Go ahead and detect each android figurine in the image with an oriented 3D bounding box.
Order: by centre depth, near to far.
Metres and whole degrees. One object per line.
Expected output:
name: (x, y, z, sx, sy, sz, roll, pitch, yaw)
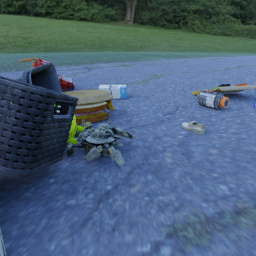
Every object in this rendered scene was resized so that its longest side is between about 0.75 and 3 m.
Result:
android figurine: (-2.122, -0.085, 6.803, 2.036, 0.418, 1.853, 14, 40, 1)

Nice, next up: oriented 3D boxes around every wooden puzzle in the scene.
wooden puzzle: (4.432, -1.735, 12.306, 2.776, 0.325, 1.873, -4, 3, -12)

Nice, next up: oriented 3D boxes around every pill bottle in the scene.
pill bottle: (3.177, -1.034, 10.422, 0.595, 0.595, 1.119, -14, 24, -37)

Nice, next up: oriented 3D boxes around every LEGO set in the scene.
LEGO set: (-0.848, 0.115, 6.715, 2.574, 0.730, 1.672, 15, 24, 38)

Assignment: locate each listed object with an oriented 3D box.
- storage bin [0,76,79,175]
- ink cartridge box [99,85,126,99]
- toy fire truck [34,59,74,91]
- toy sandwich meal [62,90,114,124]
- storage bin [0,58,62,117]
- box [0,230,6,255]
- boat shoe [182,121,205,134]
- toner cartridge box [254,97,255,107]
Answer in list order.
storage bin: (-2.583, -0.323, 5.034, 2.875, 1.348, 1.944, 15, 4, 5)
ink cartridge box: (-0.665, -1.589, 12.235, 1.182, 0.495, 0.858, 0, 18, -1)
toy fire truck: (-3.627, -2.383, 13.676, 2.026, 1.353, 2.413, 14, 15, -19)
toy sandwich meal: (-1.500, -0.773, 9.472, 2.341, 0.802, 2.341, -3, 15, 1)
storage bin: (-3.391, -1.111, 8.927, 1.844, 1.999, 2.746, -10, 18, 2)
box: (-2.697, 1.069, 3.779, 1.460, 0.753, 2.503, -12, 22, -32)
boat shoe: (1.870, -0.068, 8.004, 0.292, 0.267, 0.782, -15, 23, -38)
toner cartridge box: (5.642, -1.145, 11.035, 0.899, 0.409, 1.893, 12, 22, 31)
